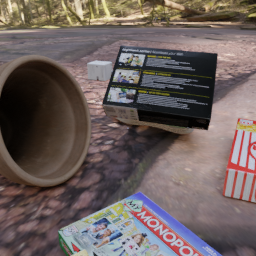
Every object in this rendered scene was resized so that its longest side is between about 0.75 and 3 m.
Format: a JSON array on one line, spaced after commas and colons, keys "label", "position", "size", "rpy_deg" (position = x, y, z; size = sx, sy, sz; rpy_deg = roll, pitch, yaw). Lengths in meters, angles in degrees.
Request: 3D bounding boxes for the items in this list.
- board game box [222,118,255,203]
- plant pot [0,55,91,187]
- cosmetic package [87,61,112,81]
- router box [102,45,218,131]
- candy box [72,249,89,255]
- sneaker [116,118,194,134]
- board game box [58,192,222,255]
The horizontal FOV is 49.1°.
[{"label": "board game box", "position": [3.254, 0.682, 5.907], "size": [2.073, 0.634, 2.737], "rpy_deg": [10, 26, 21]}, {"label": "plant pot", "position": [-2.350, -0.029, 5.919], "size": [2.185, 2.505, 2.505], "rpy_deg": [-8, 17, 32]}, {"label": "cosmetic package", "position": [-1.351, -2.776, 13.580], "size": [0.962, 0.793, 0.793], "rpy_deg": [10, 26, 25]}, {"label": "router box", "position": [0.837, -1.061, 6.984], "size": [2.553, 0.652, 1.904], "rpy_deg": [9, 65, 13]}, {"label": "candy box", "position": [-0.581, 2.250, 1.949], "size": [1.419, 0.680, 2.458], "rpy_deg": [-23, 29, -12]}, {"label": "sneaker", "position": [0.687, -0.887, 8.262], "size": [2.713, 1.600, 0.998], "rpy_deg": [11, 25, 24]}, {"label": "board game box", "position": [0.287, 1.819, 3.715], "size": [1.575, 0.341, 2.340], "rpy_deg": [-18, 29, -33]}]
